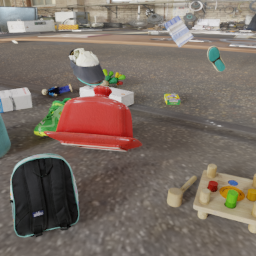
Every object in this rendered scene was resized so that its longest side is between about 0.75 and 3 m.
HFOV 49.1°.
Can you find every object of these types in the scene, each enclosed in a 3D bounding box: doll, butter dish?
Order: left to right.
[{"bbox_3d":[-3.979,-2.108,15.673,1.621,0.393,1.106,-13,35,-12],"label":"doll"},{"bbox_3d":[-0.905,-0.349,9.000,2.743,2.033,2.751,3,-6,9],"label":"butter dish"}]

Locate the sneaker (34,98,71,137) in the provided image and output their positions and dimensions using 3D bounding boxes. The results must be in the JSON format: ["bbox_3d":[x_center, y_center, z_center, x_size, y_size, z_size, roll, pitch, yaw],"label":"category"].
[{"bbox_3d":[-2.969,-0.483,11.307,1.009,1.138,2.723,6,26,11],"label":"sneaker"}]

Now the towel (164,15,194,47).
[{"bbox_3d":[2.063,-3.911,11.306,0.839,1.142,0.136,-36,3,-16],"label":"towel"}]

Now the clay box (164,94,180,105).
[{"bbox_3d":[2.279,-1.534,14.569,0.692,0.287,1.205,0,26,-1],"label":"clay box"}]

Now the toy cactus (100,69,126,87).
[{"bbox_3d":[-1.268,-2.706,16.574,2.181,1.115,1.800,9,45,12],"label":"toy cactus"}]

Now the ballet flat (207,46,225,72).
[{"bbox_3d":[3.713,-3.025,12.024,0.555,1.598,0.555,-18,52,25],"label":"ballet flat"}]

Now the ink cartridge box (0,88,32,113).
[{"bbox_3d":[-5.697,-1.375,13.681,1.731,0.743,1.267,-11,28,-24],"label":"ink cartridge box"}]

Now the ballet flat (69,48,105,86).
[{"bbox_3d":[-1.522,-2.244,9.670,0.980,0.980,2.682,-10,28,-20],"label":"ballet flat"}]

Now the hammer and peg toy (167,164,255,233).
[{"bbox_3d":[2.293,1.605,7.198,2.340,0.825,1.721,10,27,21],"label":"hammer and peg toy"}]

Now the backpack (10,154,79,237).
[{"bbox_3d":[-1.949,1.432,6.543,1.496,1.702,1.304,-9,10,-14],"label":"backpack"}]

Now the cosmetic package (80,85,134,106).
[{"bbox_3d":[-1.120,-1.677,14.414,2.705,0.685,1.116,16,30,31],"label":"cosmetic package"}]

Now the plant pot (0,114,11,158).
[{"bbox_3d":[-5.462,-0.089,9.453,2.501,2.007,2.501,0,25,0],"label":"plant pot"}]
